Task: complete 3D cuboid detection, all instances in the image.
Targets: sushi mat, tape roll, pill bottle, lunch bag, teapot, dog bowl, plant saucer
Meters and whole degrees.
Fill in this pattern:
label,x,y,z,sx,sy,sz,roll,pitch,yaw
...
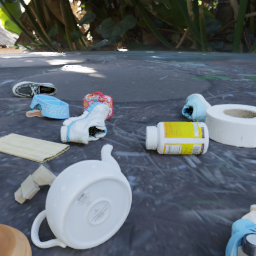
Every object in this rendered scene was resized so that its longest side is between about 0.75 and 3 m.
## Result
label,x,y,z,sx,sy,sz,roll,pitch,yaw
sushi mat,-3.351,0.609,9.254,2.643,0.160,1.264,9,21,25
tape roll,4.101,-0.150,10.288,2.496,0.873,2.496,1,20,0
pill bottle,1.501,0.316,8.790,1.842,1.006,1.006,1,20,0
lunch bag,-1.331,-1.005,12.235,1.333,1.174,0.546,8,21,21
teapot,-0.864,1.302,5.246,1.697,1.675,1.239,-5,20,-38
dog bowl,-3.523,-1.009,12.685,1.237,0.550,2.220,-3,20,-45
plant saucer,-2.615,2.178,4.562,1.953,0.366,1.953,-1,20,0

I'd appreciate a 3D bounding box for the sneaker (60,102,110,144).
label,x,y,z,sx,sy,sz,roll,pitch,yaw
sneaker,-1.207,-0.090,10.256,1.207,1.044,2.785,16,31,18

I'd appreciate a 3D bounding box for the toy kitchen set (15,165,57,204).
label,x,y,z,sx,sy,sz,roll,pitch,yaw
toy kitchen set,-1.978,1.508,6.436,0.895,0.807,0.730,-47,25,-8

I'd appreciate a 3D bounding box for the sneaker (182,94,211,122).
label,x,y,z,sx,sy,sz,roll,pitch,yaw
sneaker,2.849,-0.943,12.447,1.045,0.943,2.551,-2,18,-6

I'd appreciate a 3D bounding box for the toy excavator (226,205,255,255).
label,x,y,z,sx,sy,sz,roll,pitch,yaw
toy excavator,2.269,1.879,4.914,1.648,0.846,1.695,-4,11,-14

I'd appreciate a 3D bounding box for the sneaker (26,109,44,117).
label,x,y,z,sx,sy,sz,roll,pitch,yaw
sneaker,-4.095,-0.702,12.645,0.928,0.331,0.371,-2,24,-1

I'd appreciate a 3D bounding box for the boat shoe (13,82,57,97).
label,x,y,z,sx,sy,sz,roll,pitch,yaw
boat shoe,-5.333,-2.225,16.141,2.410,0.852,0.767,-9,20,-27
